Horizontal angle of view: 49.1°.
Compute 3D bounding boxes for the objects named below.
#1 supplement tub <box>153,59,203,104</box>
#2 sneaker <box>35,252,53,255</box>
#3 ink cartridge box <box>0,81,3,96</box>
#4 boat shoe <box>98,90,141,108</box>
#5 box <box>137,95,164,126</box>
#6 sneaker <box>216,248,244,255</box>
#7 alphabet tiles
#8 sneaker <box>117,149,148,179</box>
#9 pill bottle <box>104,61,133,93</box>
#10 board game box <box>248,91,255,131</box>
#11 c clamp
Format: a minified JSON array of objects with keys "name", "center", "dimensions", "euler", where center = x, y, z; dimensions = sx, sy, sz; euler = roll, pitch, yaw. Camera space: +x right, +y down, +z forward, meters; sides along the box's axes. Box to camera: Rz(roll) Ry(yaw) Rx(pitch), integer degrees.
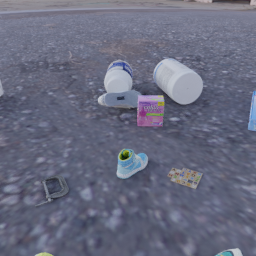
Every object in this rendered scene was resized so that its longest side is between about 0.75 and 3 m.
[{"name":"supplement tub","center":[2.266,-2.226,13.098],"dimensions":[1.550,1.550,2.350],"euler":[-8,31,-13]},{"name":"sneaker","center":[-1.385,2.898,4.954],"dimensions":[0.856,0.617,1.630],"euler":[-3,29,-6]},{"name":"ink cartridge box","center":[-6.915,-1.485,12.307],"dimensions":[1.780,1.023,2.452],"euler":[1,29,1]},{"name":"boat shoe","center":[-0.363,-1.190,12.096],"dimensions":[2.122,0.784,0.905],"euler":[-9,6,-36]},{"name":"box","center":[0.859,-0.650,10.746],"dimensions":[0.966,1.099,0.531],"euler":[1,31,0]},{"name":"sneaker","center":[1.922,3.006,4.916],"dimensions":[0.728,0.709,1.828],"euler":[-17,23,9]},{"name":"alphabet tiles","center":[1.648,1.413,8.185],"dimensions":[0.896,0.034,0.749],"euler":[15,33,24]},{"name":"sneaker","center":[0.174,0.881,8.315],"dimensions":[0.506,0.831,1.272],"euler":[19,34,32]},{"name":"pill bottle","center":[-0.438,-2.300,13.458],"dimensions":[1.320,1.320,2.379],"euler":[1,29,1]},{"name":"board game box","center":[6.109,-0.589,11.208],"dimensions":[2.236,0.541,2.956],"euler":[12,32,21]},{"name":"c clamp","center":[-2.107,1.647,7.656],"dimensions":[0.908,0.144,1.063],"euler":[-10,31,-17]}]
